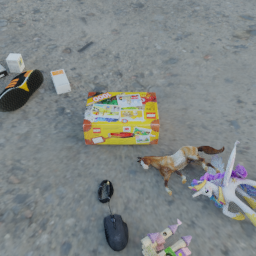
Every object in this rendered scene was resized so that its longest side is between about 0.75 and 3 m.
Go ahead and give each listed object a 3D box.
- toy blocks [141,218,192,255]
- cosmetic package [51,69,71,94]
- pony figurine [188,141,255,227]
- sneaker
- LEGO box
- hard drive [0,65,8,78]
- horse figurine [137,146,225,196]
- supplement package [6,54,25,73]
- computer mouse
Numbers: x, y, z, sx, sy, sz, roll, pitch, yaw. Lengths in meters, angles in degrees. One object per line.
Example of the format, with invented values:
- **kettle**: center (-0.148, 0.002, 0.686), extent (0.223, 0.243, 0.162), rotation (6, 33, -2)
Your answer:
- **toy blocks**: center (1.274, 3.335, 7.524), extent (1.334, 1.585, 1.481), rotation (-28, 52, -17)
- **cosmetic package**: center (-3.287, -2.270, 13.636), extent (0.676, 0.475, 1.333), rotation (-17, 49, -15)
- **pony figurine**: center (3.305, 1.782, 9.136), extent (2.290, 1.907, 2.210), rotation (29, 61, 6)
- **sneaker**: center (-5.161, -1.700, 12.932), extent (1.249, 0.971, 2.776), rotation (6, 47, 35)
- **LEGO box**: center (-0.255, -0.431, 11.390), extent (2.851, 1.100, 2.123), rotation (0, 43, 0)
- **hard drive**: center (-7.376, -3.029, 14.420), extent (1.472, 0.399, 2.107), rotation (-34, 54, -28)
- **horse figurine**: center (1.977, 1.251, 10.004), extent (2.863, 0.714, 1.897), rotation (-23, 33, -10)
- **supplement package**: center (-5.798, -3.343, 14.444), extent (0.585, 0.777, 0.589), rotation (3, 46, 3)
- **computer mouse**: center (-0.521, 2.669, 8.972), extent (0.736, 0.427, 2.512), rotation (-12, 47, -10)
